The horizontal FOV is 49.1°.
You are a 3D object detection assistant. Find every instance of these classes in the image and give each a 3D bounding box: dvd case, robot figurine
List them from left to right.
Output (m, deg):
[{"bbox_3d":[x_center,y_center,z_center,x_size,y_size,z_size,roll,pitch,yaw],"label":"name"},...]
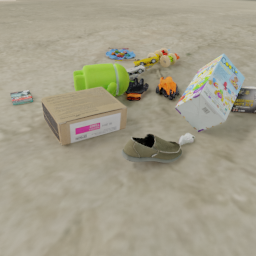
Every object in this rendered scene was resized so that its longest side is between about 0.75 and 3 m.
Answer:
[{"bbox_3d":[-4.841,-1.399,12.729,0.875,0.132,1.199,-14,35,-22],"label":"dvd case"},{"bbox_3d":[-1.116,-2.127,12.615,2.581,1.493,2.264,-8,32,-13],"label":"robot figurine"}]

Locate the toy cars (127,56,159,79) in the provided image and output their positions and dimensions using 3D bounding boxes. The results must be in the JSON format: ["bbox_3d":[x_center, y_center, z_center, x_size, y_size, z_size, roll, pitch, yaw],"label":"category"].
[{"bbox_3d":[0.639,-3.183,15.188,1.283,0.634,2.862,9,35,34],"label":"toy cars"}]

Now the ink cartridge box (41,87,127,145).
[{"bbox_3d":[-1.652,-0.556,10.479,2.590,0.973,2.134,-14,37,-26],"label":"ink cartridge box"}]

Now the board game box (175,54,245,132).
[{"bbox_3d":[3.073,-1.314,10.383,1.327,1.351,2.576,-30,19,53],"label":"board game box"}]

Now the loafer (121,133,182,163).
[{"bbox_3d":[0.847,0.601,8.660,2.112,0.736,0.794,-1,29,-30],"label":"loafer"}]

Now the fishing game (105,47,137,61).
[{"bbox_3d":[-0.499,-4.873,18.092,2.008,0.436,2.804,-2,31,-9],"label":"fishing game"}]

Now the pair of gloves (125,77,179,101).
[{"bbox_3d":[1.121,-1.868,13.334,2.520,0.312,2.245,-2,33,2],"label":"pair of gloves"}]

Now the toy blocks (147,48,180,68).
[{"bbox_3d":[2.372,-4.326,16.909,1.626,0.708,1.951,23,38,33],"label":"toy blocks"}]

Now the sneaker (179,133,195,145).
[{"bbox_3d":[2.035,0.396,9.672,0.378,0.284,0.758,25,40,34],"label":"sneaker"}]

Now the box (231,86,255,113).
[{"bbox_3d":[4.935,-1.154,11.427,1.330,1.053,0.321,6,24,8],"label":"box"}]
